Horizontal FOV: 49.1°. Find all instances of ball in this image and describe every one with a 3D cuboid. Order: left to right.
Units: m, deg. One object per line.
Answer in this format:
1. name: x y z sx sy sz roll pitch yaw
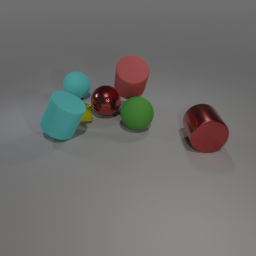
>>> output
1. ball: -2.669 -2.217 14.577 1.400 1.400 1.400 0 29 0
2. ball: -1.013 -1.261 12.881 1.400 1.400 1.400 0 29 0
3. ball: 0.383 -0.622 11.736 1.400 1.400 1.400 0 29 0

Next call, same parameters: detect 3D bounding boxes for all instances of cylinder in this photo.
1. cylinder: -2.562 -0.491 11.034 1.400 1.400 1.400 25 29 -15
2. cylinder: 0.141 -2.156 12.111 1.400 1.400 1.400 2 68 -5
3. cylinder: 2.909 -0.013 10.629 1.400 1.400 1.400 -1 30 -2

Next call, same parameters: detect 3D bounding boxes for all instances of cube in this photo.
1. cube: -2.045 -0.697 12.378 0.700 0.700 0.700 -6 17 -34
